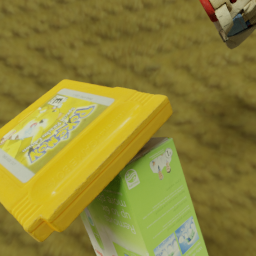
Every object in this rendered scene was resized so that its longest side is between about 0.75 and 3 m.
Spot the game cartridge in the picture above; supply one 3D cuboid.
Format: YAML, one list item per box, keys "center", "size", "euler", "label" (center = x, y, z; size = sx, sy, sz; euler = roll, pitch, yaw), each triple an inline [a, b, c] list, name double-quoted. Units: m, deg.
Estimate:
- center: [-0.718, 0.095, 2.948]
  size: [1.632, 1.852, 0.300]
  euler: [-45, 127, -24]
  label: "game cartridge"

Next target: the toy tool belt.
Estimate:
- center: [1.795, -2.005, 4.188]
  size: [1.231, 2.003, 1.251]
  euler: [-30, 86, 25]
  label: "toy tool belt"

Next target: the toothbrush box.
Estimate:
- center: [0.079, 1.100, 3.364]
  size: [0.801, 1.356, 1.862]
  euler: [-28, 106, -33]
  label: "toothbrush box"
